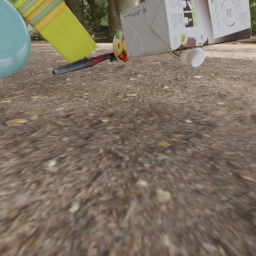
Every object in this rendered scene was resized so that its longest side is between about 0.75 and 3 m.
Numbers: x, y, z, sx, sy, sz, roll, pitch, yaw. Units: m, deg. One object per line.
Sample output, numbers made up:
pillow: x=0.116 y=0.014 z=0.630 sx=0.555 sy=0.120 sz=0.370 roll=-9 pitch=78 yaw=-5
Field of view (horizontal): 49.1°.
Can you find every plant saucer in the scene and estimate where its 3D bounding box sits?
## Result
plant saucer: x=-3.271 y=-2.325 z=6.522 sx=0.410 sy=2.280 sz=2.280 roll=-17 pitch=3 yaw=45

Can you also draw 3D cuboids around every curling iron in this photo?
curling iron: x=-1.182 y=-2.180 z=9.079 sx=2.966 sy=0.379 sz=0.735 roll=-25 pitch=17 yaw=-40

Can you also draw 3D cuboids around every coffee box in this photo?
coffee box: x=1.401 y=-2.383 z=6.511 sx=2.710 sy=1.082 sz=1.532 roll=-18 pitch=15 yaw=-31

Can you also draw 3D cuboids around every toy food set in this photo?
toy food set: x=-0.142 y=-2.451 z=8.387 sx=0.229 sy=0.933 sz=0.943 roll=4 pitch=-25 yaw=34

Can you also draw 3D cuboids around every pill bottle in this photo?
pill bottle: x=1.733 y=-2.417 z=8.646 sx=0.725 sy=0.725 sz=1.310 roll=-13 pitch=45 yaw=-33

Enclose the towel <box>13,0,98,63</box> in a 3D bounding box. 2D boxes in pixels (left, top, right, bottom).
towel: x=-2.053 y=-3.020 z=8.406 sx=1.137 sy=2.641 sz=0.238 roll=-38 pitch=49 yaw=6
